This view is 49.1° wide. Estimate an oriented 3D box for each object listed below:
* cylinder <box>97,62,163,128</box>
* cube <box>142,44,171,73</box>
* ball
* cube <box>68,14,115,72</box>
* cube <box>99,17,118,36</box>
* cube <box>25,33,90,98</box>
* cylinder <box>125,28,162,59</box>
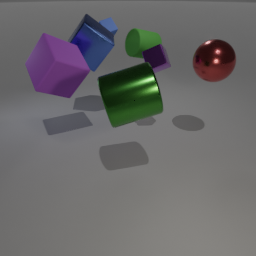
[{"bbox_3d":[0.058,-0.860,7.377,1.400,1.400,1.400,-17,29,0],"label":"cylinder"},{"bbox_3d":[0.981,-2.344,9.564,0.700,0.700,0.700,-19,-4,20],"label":"cube"},{"bbox_3d":[2.872,-2.236,9.360,1.400,1.400,1.400,0,28,0],"label":"ball"},{"bbox_3d":[-1.504,-3.391,11.147,1.400,1.400,1.400,32,27,-23],"label":"cube"},{"bbox_3d":[-1.035,-4.832,13.690,0.700,0.700,0.700,-30,-3,-26],"label":"cube"},{"bbox_3d":[-2.417,-2.077,9.569,1.400,1.400,1.400,8,44,-48],"label":"cube"},{"bbox_3d":[0.786,-4.327,14.507,1.400,1.400,1.400,-2,25,-34],"label":"cylinder"}]
